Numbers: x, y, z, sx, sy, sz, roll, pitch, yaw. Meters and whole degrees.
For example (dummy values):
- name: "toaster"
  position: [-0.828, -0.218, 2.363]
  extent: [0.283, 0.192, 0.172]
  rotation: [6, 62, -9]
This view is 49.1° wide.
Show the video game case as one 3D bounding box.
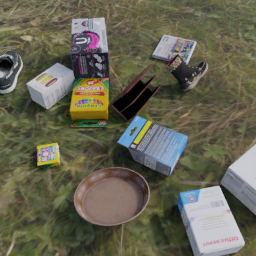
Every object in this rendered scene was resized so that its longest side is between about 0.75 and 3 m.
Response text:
- name: "video game case"
  position: [2.427, -4.077, 14.527]
  extent: [1.808, 0.228, 1.985]
  rotation: [17, 52, 14]

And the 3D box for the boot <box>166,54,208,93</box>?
- name: "boot"
  position: [2.667, -2.707, 12.581]
  extent: [1.505, 0.731, 1.999]
  rotation: [45, 65, -12]

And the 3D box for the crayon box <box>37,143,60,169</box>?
- name: "crayon box"
  position: [-2.914, 1.009, 10.257]
  extent: [0.754, 0.255, 0.874]
  rotation: [-9, 51, -9]

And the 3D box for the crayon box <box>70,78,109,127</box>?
- name: "crayon box"
  position: [-1.577, -1.116, 11.804]
  extent: [1.531, 0.612, 2.411]
  rotation: [-1, 51, -1]

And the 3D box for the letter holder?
- name: "letter holder"
  position: [0.494, -1.465, 11.336]
  extent: [1.036, 1.464, 2.059]
  rotation: [45, 56, -8]

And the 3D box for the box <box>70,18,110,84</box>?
- name: "box"
  position: [-1.760, -3.578, 13.016]
  extent: [1.639, 1.887, 2.856]
  rotation: [-5, 50, -4]

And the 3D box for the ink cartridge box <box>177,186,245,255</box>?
- name: "ink cartridge box"
  position: [2.401, 2.826, 8.391]
  extent: [1.337, 0.783, 1.850]
  rotation: [-8, 49, -7]

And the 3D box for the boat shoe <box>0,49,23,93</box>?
- name: "boat shoe"
  position: [-5.631, -2.903, 13.110]
  extent: [1.103, 0.880, 2.918]
  rotation: [-9, 51, -8]

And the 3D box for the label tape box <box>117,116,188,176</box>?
- name: "label tape box"
  position: [0.897, 0.613, 10.309]
  extent: [2.121, 0.671, 1.530]
  rotation: [23, 54, 19]

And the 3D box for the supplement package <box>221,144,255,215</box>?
- name: "supplement package"
  position: [4.381, 1.798, 9.024]
  extent: [1.567, 1.116, 2.012]
  rotation: [-32, 58, -23]

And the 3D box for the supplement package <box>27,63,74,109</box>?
- name: "supplement package"
  position: [-3.279, -1.836, 12.155]
  extent: [1.013, 0.976, 1.781]
  rotation: [30, 57, 22]

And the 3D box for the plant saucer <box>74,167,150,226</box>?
- name: "plant saucer"
  position: [-0.495, 2.189, 8.876]
  extent: [2.369, 0.408, 2.369]
  rotation: [-4, 35, 3]
